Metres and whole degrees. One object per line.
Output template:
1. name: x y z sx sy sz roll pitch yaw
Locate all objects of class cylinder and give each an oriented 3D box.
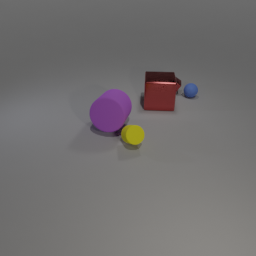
1. cylinder: -0.653 -0.716 11.111 1.400 1.400 1.400 6 22 10
2. cylinder: 0.167 0.240 10.252 0.700 0.700 0.700 -10 4 -16

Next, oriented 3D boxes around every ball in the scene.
1. ball: 3.125 -1.880 13.951 0.700 0.700 0.700 0 32 0

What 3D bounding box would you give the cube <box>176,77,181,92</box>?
1. cube: 2.239 -2.216 14.279 0.700 0.700 0.700 32 31 -8

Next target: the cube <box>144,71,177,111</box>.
1. cube: 1.469 -1.732 13.067 1.400 1.400 1.400 2 32 3
